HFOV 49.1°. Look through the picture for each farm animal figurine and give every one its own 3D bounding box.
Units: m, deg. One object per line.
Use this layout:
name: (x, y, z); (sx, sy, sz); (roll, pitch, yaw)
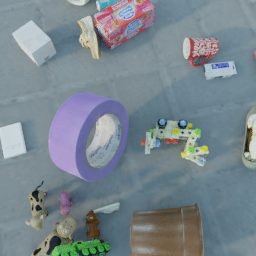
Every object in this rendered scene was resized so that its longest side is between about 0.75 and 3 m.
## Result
farm animal figurine: (-2.371, 3.411, 9.203); (2.732, 1.425, 2.702); (21, 73, 7)

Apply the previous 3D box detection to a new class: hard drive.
hard drive: (-4.470, 0.481, 10.860); (0.830, 0.165, 1.258); (-16, 72, -5)

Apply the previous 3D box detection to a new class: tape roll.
tape roll: (-1.217, 0.285, 9.435); (1.187, 2.793, 2.793); (18, 71, 31)

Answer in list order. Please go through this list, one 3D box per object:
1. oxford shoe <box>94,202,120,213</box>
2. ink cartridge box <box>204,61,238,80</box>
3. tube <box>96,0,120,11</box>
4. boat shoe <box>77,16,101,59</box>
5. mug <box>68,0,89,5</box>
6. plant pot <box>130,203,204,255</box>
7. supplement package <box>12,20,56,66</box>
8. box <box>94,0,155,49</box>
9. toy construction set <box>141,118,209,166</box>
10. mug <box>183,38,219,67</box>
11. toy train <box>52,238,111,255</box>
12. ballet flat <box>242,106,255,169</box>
oxford shoe: (-0.749, 2.892, 9.920); (0.997, 0.375, 0.288); (-15, 84, 1)
ink cartridge box: (3.886, -2.433, 11.805); (1.285, 0.252, 0.639); (-6, 71, -1)
tube: (-0.499, -5.811, 12.871); (1.863, 0.470, 0.722); (-18, 82, -12)
boat shoe: (-1.708, -3.816, 12.018); (0.779, 0.830, 2.252); (-15, 63, -2)
mug: (-1.869, -6.534, 12.484); (2.127, 1.570, 1.865); (12, 83, 6)
plant pot: (1.199, 3.496, 8.927); (2.135, 2.156, 2.156); (-1, 71, 7)
supplement package: (-3.906, -3.546, 11.777); (1.005, 0.998, 1.325); (-42, 76, -13)
box: (-0.125, -4.666, 12.074); (2.393, 1.142, 1.193); (-33, 75, -11)
toy construction set: (1.701, 0.476, 10.427); (2.518, 1.160, 1.651); (8, 72, -9)
mug: (3.087, -3.292, 11.925); (1.292, 1.147, 0.862); (-6, 35, -6)
toy train: (-1.427, 3.896, 8.921); (0.602, 2.133, 0.445); (42, 110, 39)
ballet flat: (4.837, 0.235, 10.516); (0.886, 0.837, 2.629); (6, 71, 26)
